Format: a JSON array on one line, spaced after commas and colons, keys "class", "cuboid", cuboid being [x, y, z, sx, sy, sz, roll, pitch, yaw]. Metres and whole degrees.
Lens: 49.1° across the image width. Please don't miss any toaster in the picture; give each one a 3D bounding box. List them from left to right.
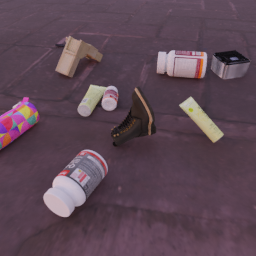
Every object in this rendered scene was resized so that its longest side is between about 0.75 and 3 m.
[{"class": "toaster", "cuboid": [5.062, -3.219, 14.113, 1.569, 0.931, 1.419, -11, 39, -14]}]

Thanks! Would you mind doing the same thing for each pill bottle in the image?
[{"class": "pill bottle", "cuboid": [-1.440, 1.525, 7.885, 1.046, 1.046, 1.806, 17, 40, 21]}, {"class": "pill bottle", "cuboid": [-0.743, -1.282, 11.862, 0.623, 0.623, 1.137, 2, 38, 3]}, {"class": "pill bottle", "cuboid": [2.615, -3.140, 13.746, 2.287, 1.253, 1.253, 6, 38, 8]}]

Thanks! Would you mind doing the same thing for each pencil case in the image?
[{"class": "pencil case", "cuboid": [-4.293, -0.080, 10.008, 1.070, 1.070, 2.422, 16, 41, 19]}]

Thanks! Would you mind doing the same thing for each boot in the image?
[{"class": "boot", "cuboid": [0.025, -0.201, 9.037, 1.570, 2.270, 0.879, -23, 51, -2]}]

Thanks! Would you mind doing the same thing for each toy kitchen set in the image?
[{"class": "toy kitchen set", "cuboid": [-2.839, -3.630, 14.794, 1.727, 1.910, 2.117, 25, 5, 25]}]

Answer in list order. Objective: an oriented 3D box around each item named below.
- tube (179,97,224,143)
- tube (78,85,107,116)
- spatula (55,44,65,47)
[{"class": "tube", "cuboid": [2.573, -0.293, 9.784, 1.767, 0.459, 0.513, 51, 20, 9]}, {"class": "tube", "cuboid": [-1.511, -1.289, 12.007, 0.575, 0.643, 2.215, -35, 21, 31]}, {"class": "spatula", "cuboid": [-3.557, -5.063, 17.102, 1.821, 0.187, 0.515, -3, 38, -4]}]
